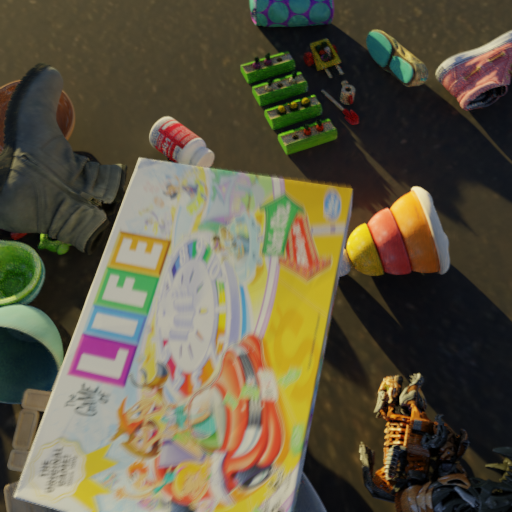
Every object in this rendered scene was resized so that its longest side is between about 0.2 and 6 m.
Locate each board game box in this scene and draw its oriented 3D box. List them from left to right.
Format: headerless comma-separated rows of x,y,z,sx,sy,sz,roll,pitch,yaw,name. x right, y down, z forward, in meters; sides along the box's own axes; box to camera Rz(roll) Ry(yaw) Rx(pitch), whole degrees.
-0.699,1.097,7.391,3.194,0.813,4.751,9,68,11,board game box

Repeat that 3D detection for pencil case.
0.766,-5.415,12.131,1.787,0.826,0.760,-2,56,-3,pencil case

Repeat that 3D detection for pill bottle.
-1.364,-2.019,10.388,1.166,0.654,0.654,37,68,18,pill bottle

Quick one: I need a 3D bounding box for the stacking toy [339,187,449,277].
2.012,-0.168,9.217,2.020,1.476,1.476,-17,61,11,stacking toy

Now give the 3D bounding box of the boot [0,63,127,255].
-3.310,-1.688,9.888,2.230,1.156,3.414,12,66,-8,boot

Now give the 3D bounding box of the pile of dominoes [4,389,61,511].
-2.197,2.842,7.528,2.288,0.364,1.783,6,72,9,pile of dominoes

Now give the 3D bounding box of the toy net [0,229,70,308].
-5.071,-0.354,9.431,3.870,0.747,2.030,17,63,9,toy net

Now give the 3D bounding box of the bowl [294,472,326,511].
-0.132,3.483,6.983,1.992,0.744,1.989,-29,30,-11,bowl

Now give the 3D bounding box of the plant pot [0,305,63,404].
-3.535,1.305,8.291,1.478,1.478,0.995,-3,32,-1,plant pot

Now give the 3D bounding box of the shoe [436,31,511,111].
4.856,-3.707,11.264,2.310,0.825,1.051,-23,70,-10,shoe

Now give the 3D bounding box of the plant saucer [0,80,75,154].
-4.359,-2.554,10.744,1.782,0.334,1.782,1,70,-2,plant saucer

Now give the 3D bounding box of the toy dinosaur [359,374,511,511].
2.562,3.143,7.409,2.165,1.630,3.190,-13,80,9,toy dinosaur

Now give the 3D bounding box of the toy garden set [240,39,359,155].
1.053,-3.354,11.203,2.026,0.485,2.430,-20,63,-11,toy garden set

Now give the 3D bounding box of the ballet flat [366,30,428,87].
2.916,-4.047,11.524,0.628,0.628,1.777,-21,53,-11,ballet flat
